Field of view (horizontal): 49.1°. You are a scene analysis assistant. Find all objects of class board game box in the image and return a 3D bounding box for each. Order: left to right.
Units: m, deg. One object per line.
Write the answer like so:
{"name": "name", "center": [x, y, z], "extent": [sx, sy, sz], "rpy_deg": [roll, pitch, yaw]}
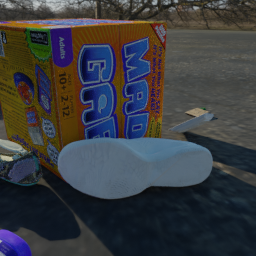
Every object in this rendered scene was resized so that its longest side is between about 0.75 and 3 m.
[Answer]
{"name": "board game box", "center": [-1.130, -0.993, 6.582], "extent": [2.841, 2.840, 2.843], "rpy_deg": [-21, 31, -40]}

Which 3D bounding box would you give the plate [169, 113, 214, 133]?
{"name": "plate", "center": [1.653, -0.098, 7.146], "extent": [1.001, 0.162, 1.003], "rpy_deg": [-27, -11, 26]}

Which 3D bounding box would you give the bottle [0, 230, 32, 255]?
{"name": "bottle", "center": [-1.829, 1.812, 3.028], "extent": [0.666, 0.521, 1.595], "rpy_deg": [14, 27, 25]}

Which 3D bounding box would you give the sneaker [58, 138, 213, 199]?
{"name": "sneaker", "center": [0.090, 0.602, 5.429], "extent": [2.848, 1.072, 1.260], "rpy_deg": [3, 16, -17]}

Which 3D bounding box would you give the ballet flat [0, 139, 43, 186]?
{"name": "ballet flat", "center": [-2.706, 0.563, 5.492], "extent": [2.261, 0.813, 0.813], "rpy_deg": [5, 24, 16]}

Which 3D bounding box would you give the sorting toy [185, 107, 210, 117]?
{"name": "sorting toy", "center": [2.303, -0.506, 8.926], "extent": [0.805, 0.119, 0.595], "rpy_deg": [-19, 25, -31]}
